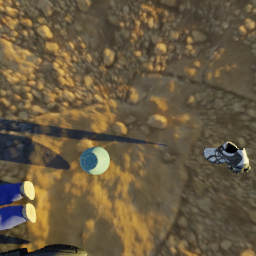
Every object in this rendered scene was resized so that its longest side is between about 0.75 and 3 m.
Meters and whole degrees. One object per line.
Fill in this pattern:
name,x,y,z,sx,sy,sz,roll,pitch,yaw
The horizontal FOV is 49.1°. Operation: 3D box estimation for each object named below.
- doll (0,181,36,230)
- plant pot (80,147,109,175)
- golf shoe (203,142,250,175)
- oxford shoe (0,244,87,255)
doll,-3.894,2.262,7.041,2.960,0.717,2.019,-13,66,-1
plant pot,-0.918,0.860,7.325,0.757,0.607,0.757,-1,85,9
golf shoe,2.435,0.610,7.009,0.560,1.440,0.680,-17,108,-24
oxford shoe,-2.061,3.363,6.782,2.261,0.822,0.955,-11,74,7
